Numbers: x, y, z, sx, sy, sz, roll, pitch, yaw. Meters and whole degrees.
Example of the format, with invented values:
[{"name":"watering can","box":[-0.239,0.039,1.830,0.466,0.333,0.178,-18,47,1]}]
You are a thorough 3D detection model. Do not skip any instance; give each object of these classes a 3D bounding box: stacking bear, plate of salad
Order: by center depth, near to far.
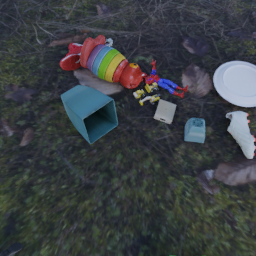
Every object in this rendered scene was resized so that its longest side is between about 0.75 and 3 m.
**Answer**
[{"name":"plate of salad","box":[5.053,-1.932,12.450,2.552,0.613,2.552,0,61,0]},{"name":"stacking bear","box":[-0.613,-2.767,12.580,2.764,1.572,1.679,32,33,9]}]

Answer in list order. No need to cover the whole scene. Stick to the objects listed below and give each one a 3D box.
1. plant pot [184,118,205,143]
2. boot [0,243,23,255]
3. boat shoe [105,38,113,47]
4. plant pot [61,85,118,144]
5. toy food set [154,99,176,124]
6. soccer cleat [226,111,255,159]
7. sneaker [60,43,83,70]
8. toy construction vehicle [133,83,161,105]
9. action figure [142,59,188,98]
[{"name":"plant pot","box":[2.660,0.019,10.978,0.767,0.783,0.769,6,54,5]},{"name":"boot","box":[-3.573,3.811,8.469,0.265,0.499,0.758,40,29,28]},{"name":"boat shoe","box":[-1.064,-4.348,14.441,0.338,0.294,0.917,23,57,16]},{"name":"plant pot","box":[-1.676,-0.744,11.170,1.453,1.454,2.057,-36,54,-23]},{"name":"toy food set","box":[1.569,-0.704,11.841,0.752,0.317,1.048,20,57,0]},{"name":"soccer cleat","box":[4.360,0.258,10.879,0.872,0.779,2.249,-2,48,9]},{"name":"sneaker","box":[-2.737,-3.503,13.675,1.145,0.776,1.981,30,47,30]},{"name":"toy construction vehicle","box":[0.906,-1.527,12.318,1.193,0.420,1.039,-18,56,-13]},{"name":"action figure","box":[1.553,-2.222,12.466,2.217,1.097,0.724,22,57,18]}]
